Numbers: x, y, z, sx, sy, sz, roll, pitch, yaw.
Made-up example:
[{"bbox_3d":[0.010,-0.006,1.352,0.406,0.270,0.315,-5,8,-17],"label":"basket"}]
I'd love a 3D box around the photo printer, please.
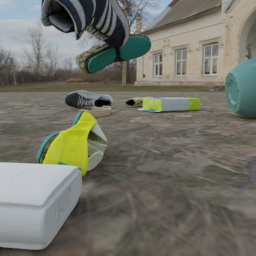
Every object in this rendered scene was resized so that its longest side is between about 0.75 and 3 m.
[{"bbox_3d":[-1.339,0.723,2.936,1.457,0.506,1.213,2,9,7],"label":"photo printer"}]

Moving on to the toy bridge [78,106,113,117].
[{"bbox_3d":[-1.238,-0.743,12.639,0.839,0.340,2.496,7,11,21],"label":"toy bridge"}]

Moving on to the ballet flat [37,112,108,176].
[{"bbox_3d":[-0.835,0.300,5.180,0.861,0.858,2.569,22,12,-1],"label":"ballet flat"}]

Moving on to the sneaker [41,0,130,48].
[{"bbox_3d":[-0.842,-2.262,6.010,0.988,1.529,2.818,26,-13,18],"label":"sneaker"}]

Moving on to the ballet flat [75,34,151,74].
[{"bbox_3d":[-0.444,-2.196,7.833,2.329,0.790,0.877,-29,47,-27],"label":"ballet flat"}]

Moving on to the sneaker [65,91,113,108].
[{"bbox_3d":[-2.114,-1.503,15.401,2.708,1.016,1.564,0,11,-9],"label":"sneaker"}]

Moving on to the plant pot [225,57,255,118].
[{"bbox_3d":[5.291,-1.632,11.411,2.174,2.709,2.709,-8,9,2],"label":"plant pot"}]

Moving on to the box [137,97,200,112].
[{"bbox_3d":[2.147,-1.251,14.770,2.877,0.686,1.754,-4,9,-29],"label":"box"}]

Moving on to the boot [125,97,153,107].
[{"bbox_3d":[0.740,-1.575,16.989,1.641,0.597,1.275,2,9,20],"label":"boot"}]
